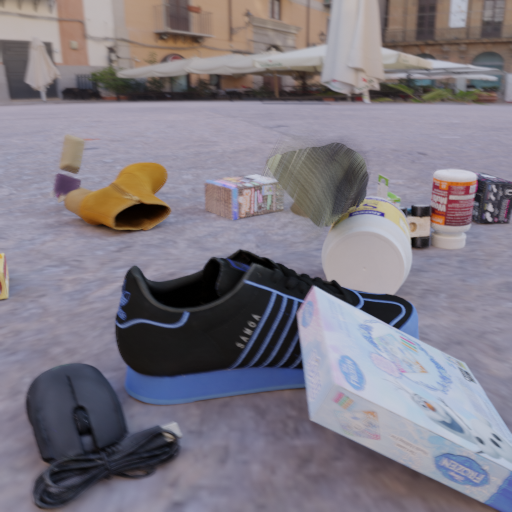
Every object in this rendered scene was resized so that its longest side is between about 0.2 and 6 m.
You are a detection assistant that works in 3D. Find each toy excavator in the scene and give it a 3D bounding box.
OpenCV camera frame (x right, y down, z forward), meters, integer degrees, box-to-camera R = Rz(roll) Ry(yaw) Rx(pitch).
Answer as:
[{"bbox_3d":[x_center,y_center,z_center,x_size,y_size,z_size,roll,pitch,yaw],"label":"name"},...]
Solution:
[{"bbox_3d":[2.773,-0.612,10.396,1.440,0.740,1.481,-5,10,-14],"label":"toy excavator"}]

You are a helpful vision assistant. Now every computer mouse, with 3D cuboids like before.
[{"bbox_3d":[-1.522,1.352,4.914,1.201,0.457,1.734,-13,23,-31],"label":"computer mouse"}]

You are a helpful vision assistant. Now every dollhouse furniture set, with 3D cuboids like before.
[{"bbox_3d":[-4.055,-1.848,12.583,1.147,1.447,1.027,15,-15,-38],"label":"dollhouse furniture set"}]

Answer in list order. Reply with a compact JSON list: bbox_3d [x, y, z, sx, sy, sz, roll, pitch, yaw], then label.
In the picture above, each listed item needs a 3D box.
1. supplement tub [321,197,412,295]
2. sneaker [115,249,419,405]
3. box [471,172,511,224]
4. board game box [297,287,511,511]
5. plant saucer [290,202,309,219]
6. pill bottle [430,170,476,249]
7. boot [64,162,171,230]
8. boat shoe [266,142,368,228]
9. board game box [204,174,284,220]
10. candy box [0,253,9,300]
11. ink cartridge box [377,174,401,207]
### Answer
[{"bbox_3d":[1.573,-0.096,7.925,1.214,1.214,1.669,4,19,13],"label":"supplement tub"},{"bbox_3d":[0.251,0.582,5.832,3.348,1.304,1.174,-7,20,-19],"label":"sneaker"},{"bbox_3d":[4.722,-1.245,11.806,0.757,0.872,1.320,0,18,-12],"label":"box"},{"bbox_3d":[1.210,1.090,4.669,1.741,0.380,1.750,28,17,-8],"label":"board game box"},{"bbox_3d":[1.699,-1.159,12.435,1.882,0.324,1.882,0,20,0],"label":"plant saucer"},{"bbox_3d":[3.446,-0.824,9.902,0.719,1.313,0.719,0,19,0],"label":"pill bottle"},{"bbox_3d":[-2.390,-1.185,11.732,1.968,0.967,2.749,20,33,36],"label":"boot"},{"bbox_3d":[0.851,-0.930,6.653,0.904,0.983,2.751,-38,-8,10],"label":"boat shoe"},{"bbox_3d":[-0.260,-1.317,12.309,1.390,0.673,1.108,-13,23,-33],"label":"board game box"},{"bbox_3d":[-4.302,0.377,7.766,1.572,0.435,0.908,-8,20,-21],"label":"candy box"},{"bbox_3d":[2.832,-1.292,11.976,0.322,0.850,0.628,-3,19,-8],"label":"ink cartridge box"}]
